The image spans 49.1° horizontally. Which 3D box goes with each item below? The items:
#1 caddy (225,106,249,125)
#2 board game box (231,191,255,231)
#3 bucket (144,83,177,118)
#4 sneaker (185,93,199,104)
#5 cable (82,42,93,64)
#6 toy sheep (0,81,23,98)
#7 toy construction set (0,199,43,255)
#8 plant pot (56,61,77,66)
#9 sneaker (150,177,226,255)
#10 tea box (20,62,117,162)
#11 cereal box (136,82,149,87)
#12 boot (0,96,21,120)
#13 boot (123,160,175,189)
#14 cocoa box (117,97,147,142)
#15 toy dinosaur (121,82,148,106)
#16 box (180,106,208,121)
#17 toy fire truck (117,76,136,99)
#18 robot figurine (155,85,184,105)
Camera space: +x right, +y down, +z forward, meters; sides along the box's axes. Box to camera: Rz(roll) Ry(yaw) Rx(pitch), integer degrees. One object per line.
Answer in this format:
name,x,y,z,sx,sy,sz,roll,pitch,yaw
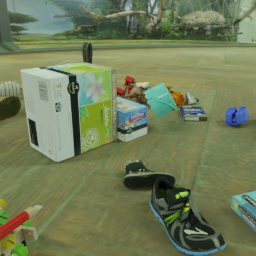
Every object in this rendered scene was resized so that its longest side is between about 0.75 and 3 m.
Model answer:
caddy,4.265,-0.434,10.974,0.779,0.578,1.102,-3,19,38
board game box,3.169,1.744,5.920,1.479,0.347,1.117,-7,23,-17
bucket,1.200,-1.019,10.307,0.806,1.239,1.239,-29,18,14
sneaker,3.169,-1.417,13.740,0.583,0.379,1.010,5,32,-1
cable,-1.394,-1.917,10.552,0.617,2.454,1.192,16,14,20
toy sheep,-5.942,-1.878,13.985,1.495,1.031,1.031,-9,24,-27
toy construction set,-1.990,1.633,4.510,1.815,1.514,1.394,-28,1,28
plant pot,-2.521,-1.800,12.518,1.752,1.752,1.604,-21,67,-41
sneaker,1.026,1.648,5.475,0.732,0.856,2.065,-11,25,-22
tea box,-1.756,-0.646,8.901,1.672,2.503,2.462,20,30,40
cereal box,0.678,-2.432,16.205,0.788,0.217,1.096,1,20,27
boot,-6.258,-0.878,11.690,2.661,0.880,2.330,8,24,22
boot,0.510,1.150,7.236,1.292,0.466,0.976,-1,20,-2
cocoa box,-0.233,-0.371,10.117,1.102,1.084,1.653,-18,28,-37
toy dinosaur,0.633,-1.540,13.373,1.451,0.919,2.141,22,10,21
box,2.758,-0.671,11.991,0.952,0.255,1.571,1,21,3
toy fire truck,-0.063,-1.942,14.219,0.432,1.249,1.771,24,-11,17
robot figurine,1.908,-1.639,13.783,1.656,0.665,2.285,-1,22,-8
